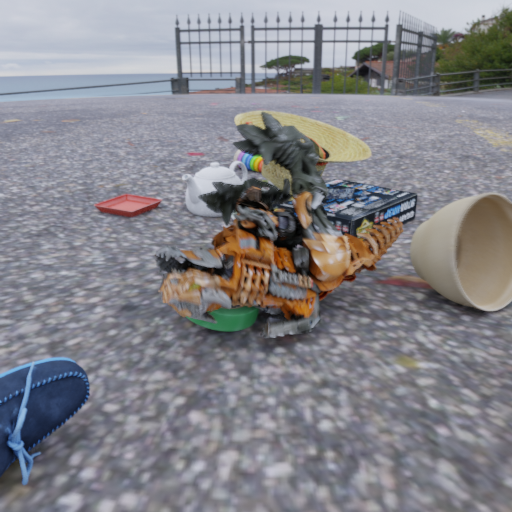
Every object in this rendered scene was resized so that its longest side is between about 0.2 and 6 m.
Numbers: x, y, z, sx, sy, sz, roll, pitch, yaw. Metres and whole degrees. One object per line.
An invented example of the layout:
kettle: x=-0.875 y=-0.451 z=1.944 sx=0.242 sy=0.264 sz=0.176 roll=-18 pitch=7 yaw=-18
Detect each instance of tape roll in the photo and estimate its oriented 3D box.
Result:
tape roll: x=-0.589 y=0.698 z=8.954 sx=1.321 sy=0.318 sz=1.321 roll=12 pitch=25 yaw=-6

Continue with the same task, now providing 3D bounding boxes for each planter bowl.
planter bowl: x=3.482 y=-0.072 z=9.524 sx=1.903 sy=1.903 sz=1.281 roll=-13 pitch=7 yaw=-30

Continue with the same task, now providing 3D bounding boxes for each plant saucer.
plant saucer: x=-0.120 y=-1.191 z=13.909 sx=1.156 sy=0.290 sz=1.156 roll=-5 pitch=58 yaw=8
plant saucer: x=-3.356 y=-1.310 z=14.772 sx=1.291 sy=0.237 sz=1.294 roll=11 pitch=24 yaw=26

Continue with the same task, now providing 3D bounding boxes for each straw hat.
straw hat: x=0.902 y=-2.232 z=13.244 sx=3.385 sy=1.433 sz=3.385 roll=12 pitch=27 yaw=-6

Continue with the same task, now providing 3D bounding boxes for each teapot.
teapot: x=-1.029 y=-1.815 z=14.648 sx=1.708 sy=1.264 sz=1.731 roll=-1 pitch=20 yaw=-4

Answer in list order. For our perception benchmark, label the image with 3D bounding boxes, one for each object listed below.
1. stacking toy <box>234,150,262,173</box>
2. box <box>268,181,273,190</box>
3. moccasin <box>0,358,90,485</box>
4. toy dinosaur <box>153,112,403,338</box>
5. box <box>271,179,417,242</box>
stacking toy: x=0.032 y=-3.125 z=19.107 sx=0.727 sy=0.727 sz=1.703 roll=-19 pitch=35 yaw=-40
box: x=0.685 y=-2.702 z=16.933 sx=0.628 sy=1.288 sz=0.801 roll=1 pitch=21 yaw=3
moccasin: x=-2.690 y=1.951 z=5.422 sx=2.564 sy=1.032 sz=0.874 roll=-33 pitch=32 yaw=-33
toy dinosaur: x=0.488 y=-0.204 z=9.178 sx=4.648 sy=2.374 sz=3.155 roll=6 pitch=54 yaw=-50
box: x=2.102 y=-1.126 z=13.595 sx=2.453 sy=0.710 sz=3.086 roll=17 pitch=27 yaw=37
